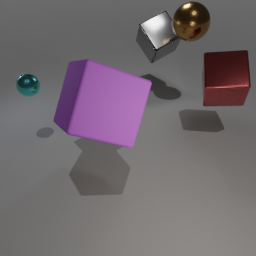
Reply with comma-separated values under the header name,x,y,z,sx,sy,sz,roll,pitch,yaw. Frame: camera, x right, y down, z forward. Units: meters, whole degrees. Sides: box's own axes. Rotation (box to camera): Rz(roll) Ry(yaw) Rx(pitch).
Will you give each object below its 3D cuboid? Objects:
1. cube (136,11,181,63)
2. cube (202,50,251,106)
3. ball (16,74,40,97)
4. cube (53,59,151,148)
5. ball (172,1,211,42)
name,x,y,z,sx,sy,sz,roll,pitch,yaw
cube,1.358,-4.038,12.577,1.400,1.400,1.400,-31,83,-10
cube,3.321,-1.664,9.657,1.400,1.400,1.400,0,69,13
ball,-3.046,-1.307,8.557,0.700,0.700,0.700,0,33,0
cube,-0.588,-0.524,5.847,1.400,1.400,1.400,14,4,-27
ball,2.347,-3.943,10.424,1.400,1.400,1.400,0,33,0
